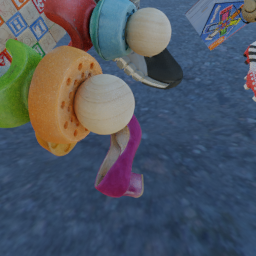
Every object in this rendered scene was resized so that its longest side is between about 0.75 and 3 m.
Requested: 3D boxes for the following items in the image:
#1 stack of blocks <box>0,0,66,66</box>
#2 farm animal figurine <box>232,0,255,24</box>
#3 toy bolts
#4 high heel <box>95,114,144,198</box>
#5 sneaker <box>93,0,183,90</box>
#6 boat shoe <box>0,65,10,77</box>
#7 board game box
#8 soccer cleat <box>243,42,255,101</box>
[{"bbox_3d":[-2.893,-1.960,6.315,0.835,1.641,2.850,23,66,31],"label":"stack of blocks"},{"bbox_3d":[3.095,-2.694,5.757,1.715,0.904,1.735,-16,20,47],"label":"farm animal figurine"},{"bbox_3d":[-0.442,-0.757,4.440,1.900,2.616,2.739,13,67,18],"label":"toy bolts"},{"bbox_3d":[-0.241,0.281,4.741,0.874,0.614,1.822,22,53,-40],"label":"high heel"},{"bbox_3d":[0.182,-2.077,5.658,2.855,1.648,1.071,35,50,-2],"label":"sneaker"},{"bbox_3d":[-2.353,-0.795,5.081,1.378,0.491,0.481,-13,74,-33],"label":"boat shoe"},{"bbox_3d":[2.773,-3.276,7.170,1.308,2.541,0.247,55,45,-1],"label":"board game box"},{"bbox_3d":[3.563,-1.517,6.984,0.906,1.125,2.641,30,45,-14],"label":"soccer cleat"}]
